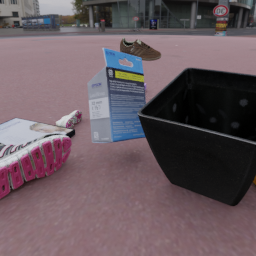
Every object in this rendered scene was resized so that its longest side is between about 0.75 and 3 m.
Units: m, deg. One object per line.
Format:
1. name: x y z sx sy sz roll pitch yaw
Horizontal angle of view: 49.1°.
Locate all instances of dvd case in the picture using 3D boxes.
1. dvd case: -3.491 0.246 9.508 2.788 0.245 1.989 10 25 23

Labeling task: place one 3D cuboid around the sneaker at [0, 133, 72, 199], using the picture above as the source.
1. sneaker: -2.849 0.770 7.178 1.301 1.098 2.975 26 38 34

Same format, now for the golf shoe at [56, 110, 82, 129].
1. golf shoe: -2.206 -0.355 10.611 0.628 0.517 1.373 4 22 17

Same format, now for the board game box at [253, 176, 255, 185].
1. board game box: 3.812 1.283 6.996 1.274 0.400 2.667 -3 21 -7

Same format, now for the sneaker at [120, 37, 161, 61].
1. sneaker: 0.478 -3.169 11.213 1.763 0.666 0.621 13 44 15

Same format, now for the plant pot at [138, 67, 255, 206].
1. plant pot: 2.046 0.219 6.617 2.558 2.275 2.564 16 42 32

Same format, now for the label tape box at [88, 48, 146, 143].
1. label tape box: -0.265 -0.841 7.886 0.795 2.406 1.724 -7 -1 37
